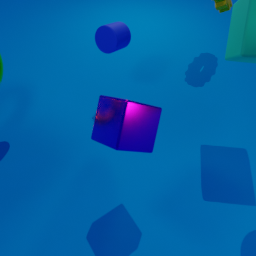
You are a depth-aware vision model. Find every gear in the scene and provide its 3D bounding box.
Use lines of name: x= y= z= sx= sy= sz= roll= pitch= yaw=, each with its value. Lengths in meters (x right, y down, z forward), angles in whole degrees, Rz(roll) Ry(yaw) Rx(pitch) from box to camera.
gear: x=2.877 y=-4.566 z=8.753 sx=0.327 sy=1.767 sz=1.767 roll=-6 pitch=45 yaw=33

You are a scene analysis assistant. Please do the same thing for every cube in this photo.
cube: x=2.891 y=-2.022 z=5.811 sx=1.265 sy=1.265 sz=1.265 roll=6 pitch=10 yaw=4
cube: x=-0.037 y=-0.075 z=5.132 sx=0.855 sy=0.855 sz=0.855 roll=8 pitch=6 yaw=-39

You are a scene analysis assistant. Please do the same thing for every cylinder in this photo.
cylinder: x=-0.400 y=-2.446 z=7.562 sx=0.723 sy=0.723 sz=0.723 roll=27 pitch=38 yaw=20

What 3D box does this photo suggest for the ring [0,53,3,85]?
ring: x=-3.600 y=-1.377 z=6.199 sx=0.367 sy=1.836 sz=1.836 roll=9 pitch=50 yaw=29
